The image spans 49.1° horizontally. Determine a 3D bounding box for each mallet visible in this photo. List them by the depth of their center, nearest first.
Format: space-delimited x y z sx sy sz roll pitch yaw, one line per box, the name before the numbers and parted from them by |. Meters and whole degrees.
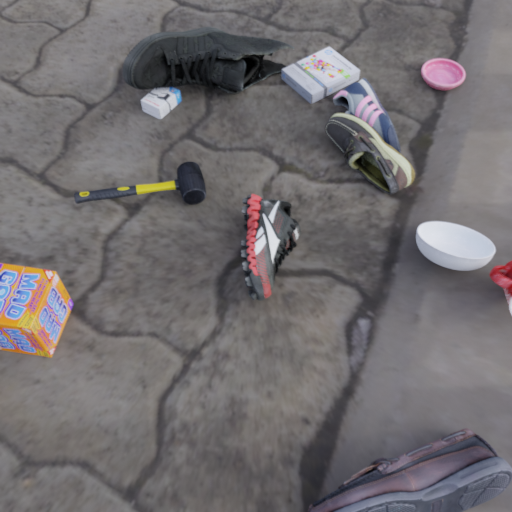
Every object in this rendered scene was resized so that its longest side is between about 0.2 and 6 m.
mallet | -2.362 -1.465 11.533 2.636 0.542 0.868 -3 54 -5

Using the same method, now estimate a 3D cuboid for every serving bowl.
serving bowl | 3.700 -0.123 10.580 1.449 0.477 1.449 6 30 -4

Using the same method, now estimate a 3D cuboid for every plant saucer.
plant saucer | 4.600 -4.449 13.841 1.057 0.268 1.057 -1 55 1

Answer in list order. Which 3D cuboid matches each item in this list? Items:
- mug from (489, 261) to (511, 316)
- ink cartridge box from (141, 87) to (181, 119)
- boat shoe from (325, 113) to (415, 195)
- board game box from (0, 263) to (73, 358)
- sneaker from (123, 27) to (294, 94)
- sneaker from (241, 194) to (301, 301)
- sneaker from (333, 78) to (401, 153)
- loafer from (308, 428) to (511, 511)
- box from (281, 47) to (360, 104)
mug | 4.668 0.472 9.739 0.852 1.134 1.278 -30 11 22
ink cartridge box | -2.251 -3.674 13.265 0.574 0.331 0.791 29 60 18
boat shoe | 2.279 -2.185 11.944 0.773 0.840 2.351 -35 67 -27
board game box | -4.000 0.940 9.621 1.115 1.115 1.116 8 56 5
sneaker | -1.049 -4.524 13.192 2.010 1.157 3.854 35 48 24
sneaker | 0.292 -0.209 10.583 1.138 0.823 2.329 0 54 2
sneaker | 2.493 -2.995 12.667 0.932 0.797 2.272 -24 55 6
loafer | 2.138 3.339 8.168 3.118 1.121 0.982 -10 36 -14
box | 1.589 -4.476 13.834 1.545 0.318 1.204 -30 61 -20
